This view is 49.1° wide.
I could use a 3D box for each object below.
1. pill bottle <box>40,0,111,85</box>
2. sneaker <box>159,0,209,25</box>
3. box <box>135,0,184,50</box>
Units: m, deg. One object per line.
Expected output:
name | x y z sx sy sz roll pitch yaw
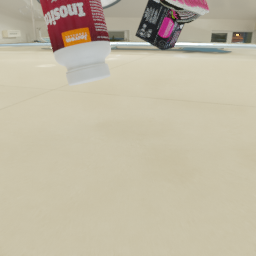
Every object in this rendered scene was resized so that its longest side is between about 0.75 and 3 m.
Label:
pill bottle | -1.397 -2.743 7.791 1.639 2.901 1.639 -13 8 2
sneaker | 1.103 -2.553 5.990 1.517 0.559 0.663 -11 -17 -44
box | 1.303 -3.917 9.820 1.279 1.935 1.110 34 32 17
